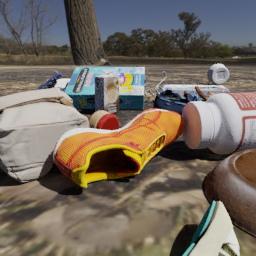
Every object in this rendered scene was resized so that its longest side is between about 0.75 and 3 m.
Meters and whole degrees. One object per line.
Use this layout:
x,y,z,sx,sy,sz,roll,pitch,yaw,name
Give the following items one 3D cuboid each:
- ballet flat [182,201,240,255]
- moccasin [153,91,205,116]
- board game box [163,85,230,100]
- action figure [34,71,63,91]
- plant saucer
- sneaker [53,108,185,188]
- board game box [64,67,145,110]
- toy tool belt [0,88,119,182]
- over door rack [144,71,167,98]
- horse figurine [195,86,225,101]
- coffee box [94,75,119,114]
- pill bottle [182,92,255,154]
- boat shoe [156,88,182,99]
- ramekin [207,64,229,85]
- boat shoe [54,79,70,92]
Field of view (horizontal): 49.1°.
0.779,1.256,2.692,0.553,0.553,1.591,10,19,31,ballet flat
2.032,-0.812,9.533,2.309,0.787,0.929,-3,15,-10,moccasin
3.156,-1.718,13.382,2.938,0.509,1.855,2,15,9,board game box
-2.856,-1.423,10.511,1.780,0.931,1.722,-31,34,23,action figure
2.654,0.849,4.121,2.926,0.469,2.926,0,14,0,plant saucer
0.115,0.405,5.177,2.907,1.061,1.121,-19,40,-35,sneaker
-0.828,-1.661,11.272,2.983,0.700,2.252,1,39,3,board game box
-1.579,-0.082,5.459,1.565,1.590,2.547,24,26,38,toy tool belt
1.079,-1.813,12.630,1.207,0.544,1.634,-15,31,32,over door rack
3.699,-1.210,11.311,2.043,0.510,1.354,7,32,-5,horse figurine
-0.727,-1.144,9.746,0.524,1.314,0.751,14,21,41,coffee box
2.394,-0.115,5.985,2.308,1.294,1.294,-3,15,-12,pill bottle
1.746,-1.388,11.740,0.724,0.591,1.721,-29,25,-21,boat shoe
6.045,-3.549,18.671,1.351,1.351,0.659,-1,23,-4,ramekin
-2.290,-1.652,12.569,2.461,0.843,0.886,4,38,8,boat shoe
